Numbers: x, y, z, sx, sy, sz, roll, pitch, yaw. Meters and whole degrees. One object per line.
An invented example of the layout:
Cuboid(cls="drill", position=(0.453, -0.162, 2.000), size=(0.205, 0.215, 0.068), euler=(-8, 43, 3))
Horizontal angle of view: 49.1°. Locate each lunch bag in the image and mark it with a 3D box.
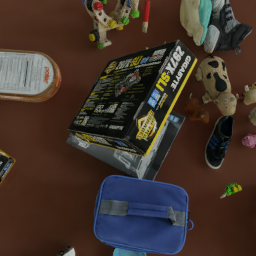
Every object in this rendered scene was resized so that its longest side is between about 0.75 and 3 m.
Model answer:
Cuboid(cls="lunch bag", position=(0.410, 2.359, 7.506), size=(2.634, 1.742, 1.789), euler=(8, 70, 1))

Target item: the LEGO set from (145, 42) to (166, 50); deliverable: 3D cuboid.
Cuboid(cls="LEGO set", position=(1.025, -2.257, 9.123), size=(0.839, 0.276, 1.124), euler=(-27, 82, -8))

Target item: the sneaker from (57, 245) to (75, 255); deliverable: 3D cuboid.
Cuboid(cls="sneaker", position=(-2.404, 4.520, 7.743), size=(2.647, 0.880, 1.198), euler=(-33, 80, -7))

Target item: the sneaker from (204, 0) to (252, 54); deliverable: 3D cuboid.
Cuboid(cls="sneaker", position=(3.276, -3.485, 9.028), size=(1.322, 0.877, 2.324), euler=(11, 87, 1))

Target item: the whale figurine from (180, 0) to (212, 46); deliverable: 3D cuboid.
Cuboid(cls="whale figurine", position=(2.228, -3.443, 8.743), size=(0.924, 1.417, 1.781), euler=(-8, 60, -3))

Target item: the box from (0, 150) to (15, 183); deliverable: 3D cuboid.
Cuboid(cls="box", position=(-4.735, 1.412, 8.420), size=(1.688, 0.522, 2.115), euler=(31, 82, 6))

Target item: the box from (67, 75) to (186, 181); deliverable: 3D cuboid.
Cuboid(cls="box", position=(-0.078, 0.049, 8.334), size=(2.821, 0.702, 2.225), euler=(27, 94, 4))

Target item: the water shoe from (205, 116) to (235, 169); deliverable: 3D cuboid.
Cuboid(cls="water shoe", position=(2.775, 0.400, 8.495), size=(0.598, 0.660, 1.673), euler=(15, 81, 2))

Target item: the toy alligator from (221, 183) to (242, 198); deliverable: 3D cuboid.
Cuboid(cls="toy alligator", position=(2.242, 1.348, 6.170), size=(0.806, 0.239, 0.219), euler=(-5, 61, -39))

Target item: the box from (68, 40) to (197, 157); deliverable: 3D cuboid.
Cuboid(cls="box", position=(-0.075, -0.569, 5.526), size=(0.609, 2.469, 1.972), euler=(38, 73, -28))

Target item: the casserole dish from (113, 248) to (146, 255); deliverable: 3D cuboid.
Cuboid(cls="casserole dish", position=(0.038, 4.111, 8.071), size=(0.981, 0.314, 1.620), euler=(1, 78, 0))

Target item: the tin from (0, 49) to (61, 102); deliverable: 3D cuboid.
Cuboid(cls="tin", position=(-3.584, -1.674, 8.904), size=(2.821, 0.591, 1.579), euler=(4, 85, 0))

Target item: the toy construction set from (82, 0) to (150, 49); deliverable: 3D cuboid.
Cuboid(cls="toy construction set", position=(-0.364, -3.295, 8.832), size=(2.028, 1.558, 1.691), euler=(17, 36, 19))

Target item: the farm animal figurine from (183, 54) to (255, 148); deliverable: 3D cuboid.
Cuboid(cls="farm animal figurine", position=(3.253, -0.819, 8.300), size=(2.817, 1.416, 2.275), euler=(21, 82, 3))
